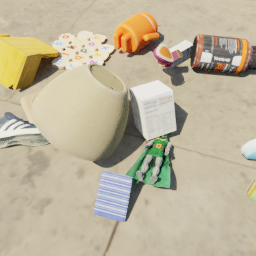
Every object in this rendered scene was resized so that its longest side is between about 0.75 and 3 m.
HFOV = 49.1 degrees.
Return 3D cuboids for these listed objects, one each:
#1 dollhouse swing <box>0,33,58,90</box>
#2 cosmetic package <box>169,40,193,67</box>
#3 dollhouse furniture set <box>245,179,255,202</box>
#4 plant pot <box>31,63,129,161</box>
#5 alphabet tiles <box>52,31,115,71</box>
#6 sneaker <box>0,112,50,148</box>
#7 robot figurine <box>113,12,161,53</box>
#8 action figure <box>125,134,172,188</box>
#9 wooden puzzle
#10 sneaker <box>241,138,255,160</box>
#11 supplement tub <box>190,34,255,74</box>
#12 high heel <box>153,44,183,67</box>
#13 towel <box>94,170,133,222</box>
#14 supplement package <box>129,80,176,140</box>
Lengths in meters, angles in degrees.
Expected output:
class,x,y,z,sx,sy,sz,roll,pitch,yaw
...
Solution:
class,x,y,z,sx,sy,sz,roll,pitch,yaw
dollhouse swing,-4.483,-2.847,12.043,2.249,2.044,1.977,31,15,22
cosmetic package,2.259,-3.267,12.293,1.218,0.687,0.494,-36,59,-24
dollhouse furniture set,4.198,1.655,8.332,0.865,0.662,1.320,33,58,23
plant pot,-1.124,-0.762,8.536,2.978,1.999,2.978,29,29,-18
alphabet tiles,-2.170,-3.525,12.798,2.790,0.208,2.853,19,54,13
sneaker,-3.638,-0.032,9.441,2.645,0.991,1.118,-3,60,-3
robot figurine,0.414,-4.328,12.703,2.418,1.410,1.739,-42,20,-28
action figure,0.886,0.847,8.867,1.343,0.622,2.274,15,37,12
wooden puzzle,-2.872,-0.803,10.495,1.893,0.438,1.753,-27,56,-14
sneaker,4.958,1.126,8.552,2.653,1.055,1.732,-3,58,8
supplement tub,4.045,-3.031,11.601,2.708,1.448,1.448,7,51,3
high heel,1.228,-2.619,10.653,2.249,1.079,0.758,-33,97,-58
towel,-0.412,1.950,8.008,0.947,0.156,1.308,11,87,11
supplement package,0.837,-0.621,9.434,1.128,1.497,1.136,-18,31,-13
